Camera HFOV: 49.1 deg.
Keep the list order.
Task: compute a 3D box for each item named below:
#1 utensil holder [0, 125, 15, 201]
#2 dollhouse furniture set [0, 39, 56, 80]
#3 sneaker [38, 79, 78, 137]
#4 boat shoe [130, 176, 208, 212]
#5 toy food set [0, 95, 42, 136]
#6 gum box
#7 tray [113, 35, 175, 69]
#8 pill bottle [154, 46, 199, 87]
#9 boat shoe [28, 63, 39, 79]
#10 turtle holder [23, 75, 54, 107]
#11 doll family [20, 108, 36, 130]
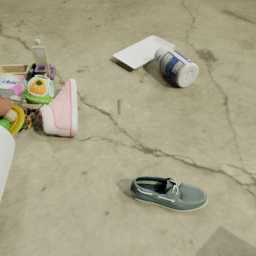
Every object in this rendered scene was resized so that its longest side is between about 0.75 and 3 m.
[{"bbox_3d":[-4.299,1.178,7.609,2.028,2.028,2.386,-2,45,-2],"label":"utensil holder"},{"bbox_3d":[-4.387,-2.552,11.393,2.438,1.730,1.932,-3,46,-3],"label":"dollhouse furniture set"},{"bbox_3d":[-2.536,-0.822,10.206,1.409,1.014,2.695,-2,50,-9],"label":"sneaker"},{"bbox_3d":[1.161,1.796,7.913,2.237,0.691,0.815,7,46,7],"label":"boat shoe"},{"bbox_3d":[-4.505,-0.330,9.460,1.626,0.902,2.763,24,63,26],"label":"toy food set"},{"bbox_3d":[-5.150,-1.737,11.422,1.648,0.545,0.935,7,47,6],"label":"gum box"},{"bbox_3d":[0.795,-3.585,13.382,2.842,0.315,1.526,-34,54,-28],"label":"tray"},{"bbox_3d":[1.982,-2.689,11.972,1.092,1.092,1.967,-23,50,-21],"label":"pill bottle"},{"bbox_3d":[-3.990,-2.639,12.201,0.485,0.387,1.282,-7,44,6],"label":"boat shoe"},{"bbox_3d":[-3.181,-1.401,10.383,1.072,1.002,1.411,20,15,17],"label":"turtle holder"},{"bbox_3d":[-3.703,-0.345,10.102,0.763,0.518,1.321,-25,53,3],"label":"doll family"}]
